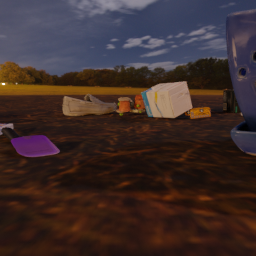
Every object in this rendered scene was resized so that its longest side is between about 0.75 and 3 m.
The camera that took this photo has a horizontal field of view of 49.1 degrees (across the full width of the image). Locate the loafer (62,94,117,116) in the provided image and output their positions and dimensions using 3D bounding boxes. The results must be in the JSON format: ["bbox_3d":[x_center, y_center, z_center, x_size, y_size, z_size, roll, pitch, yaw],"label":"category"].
[{"bbox_3d":[-1.611,-1.037,12.281,2.593,0.905,0.907,-7,11,-39],"label":"loafer"}]

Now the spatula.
[{"bbox_3d":[-2.252,0.227,5.845,0.715,0.260,2.530,-7,10,-37],"label":"spatula"}]

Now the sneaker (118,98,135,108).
[{"bbox_3d":[0.138,-1.561,16.911,0.922,0.615,1.609,-11,7,-26],"label":"sneaker"}]

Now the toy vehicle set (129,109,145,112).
[{"bbox_3d":[0.469,-0.868,13.918,0.491,0.105,0.790,5,10,30],"label":"toy vehicle set"}]

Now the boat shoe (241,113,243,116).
[{"bbox_3d":[5.066,-0.660,11.508,0.435,0.386,1.182,-3,9,-18],"label":"boat shoe"}]

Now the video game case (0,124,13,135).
[{"bbox_3d":[-4.276,0.078,7.111,2.159,0.195,1.546,0,8,-3],"label":"video game case"}]

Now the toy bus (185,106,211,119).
[{"bbox_3d":[2.643,-0.579,10.634,0.926,0.363,0.301,-7,22,22],"label":"toy bus"}]

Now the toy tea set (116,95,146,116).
[{"bbox_3d":[0.312,-0.924,12.499,2.219,0.821,1.319,-12,22,-35],"label":"toy tea set"}]

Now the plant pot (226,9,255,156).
[{"bbox_3d":[3.320,-0.751,5.051,2.697,2.424,2.696,5,9,30],"label":"plant pot"}]

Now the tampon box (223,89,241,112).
[{"bbox_3d":[5.523,-1.331,13.653,1.454,1.090,0.918,-2,9,-16],"label":"tampon box"}]

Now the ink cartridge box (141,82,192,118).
[{"bbox_3d":[1.496,-1.080,10.810,1.094,1.075,1.486,-29,20,-32],"label":"ink cartridge box"}]
